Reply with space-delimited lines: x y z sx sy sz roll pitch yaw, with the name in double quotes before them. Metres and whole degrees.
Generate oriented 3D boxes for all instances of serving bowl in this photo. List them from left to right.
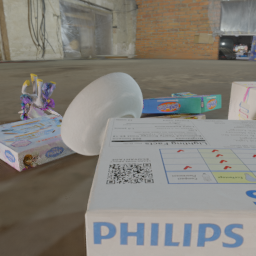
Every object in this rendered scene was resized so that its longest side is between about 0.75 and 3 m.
"serving bowl" -0.476 -0.177 7.373 2.514 2.514 0.827 -18 51 -44

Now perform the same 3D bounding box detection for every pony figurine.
"pony figurine" -3.472 -0.982 11.046 1.826 1.892 1.575 22 16 15

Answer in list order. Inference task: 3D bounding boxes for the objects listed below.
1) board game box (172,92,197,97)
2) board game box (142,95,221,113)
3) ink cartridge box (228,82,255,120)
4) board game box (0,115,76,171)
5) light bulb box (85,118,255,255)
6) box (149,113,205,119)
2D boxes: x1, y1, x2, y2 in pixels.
"board game box" 3.090 -1.739 15.394 1.106 0.259 0.835 -7 19 -22
"board game box" 2.138 -0.985 11.485 2.715 0.611 2.065 2 9 39
"ink cartridge box" 4.701 -0.550 9.288 1.693 1.649 2.633 -1 17 -3
"board game box" -2.681 0.287 8.488 2.617 0.540 2.623 16 24 42
"light bulb box" 1.009 1.080 3.864 2.867 1.805 2.892 1 18 0
"box" 1.655 -0.196 10.124 2.430 0.470 0.504 -6 15 -19
